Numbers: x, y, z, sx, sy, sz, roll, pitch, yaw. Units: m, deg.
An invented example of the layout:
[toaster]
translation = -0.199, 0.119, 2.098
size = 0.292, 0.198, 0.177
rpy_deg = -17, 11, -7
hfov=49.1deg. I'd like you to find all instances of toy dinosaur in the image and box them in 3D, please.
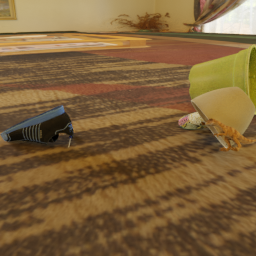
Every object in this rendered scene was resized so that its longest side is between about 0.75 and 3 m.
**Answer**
[toy dinosaur]
translation = 2.356, 0.207, 6.136
size = 1.369, 0.414, 0.727
rpy_deg = 27, 64, -7

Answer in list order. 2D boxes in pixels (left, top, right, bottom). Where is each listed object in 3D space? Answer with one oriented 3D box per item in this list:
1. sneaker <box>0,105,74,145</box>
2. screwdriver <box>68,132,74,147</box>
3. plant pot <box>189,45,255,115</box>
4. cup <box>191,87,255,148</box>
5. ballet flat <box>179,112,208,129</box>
[sneaker]
translation = -2.501, 0.123, 7.665
size = 2.168, 0.845, 0.760
rpy_deg = -18, 15, 22
[screwdriver]
translation = -1.613, 0.330, 7.923
size = 0.144, 0.138, 0.992
rpy_deg = 4, 22, -12
[plant pot]
translation = 3.523, -1.669, 10.284
size = 2.190, 2.382, 2.382
rpy_deg = 1, 20, 35
[cup]
translation = 2.600, -0.416, 7.356
size = 1.147, 1.604, 1.604
rpy_deg = -36, 23, 8
[ballet flat]
translation = 2.386, -0.243, 8.671
size = 1.581, 0.562, 0.546
rpy_deg = 4, 67, 3
